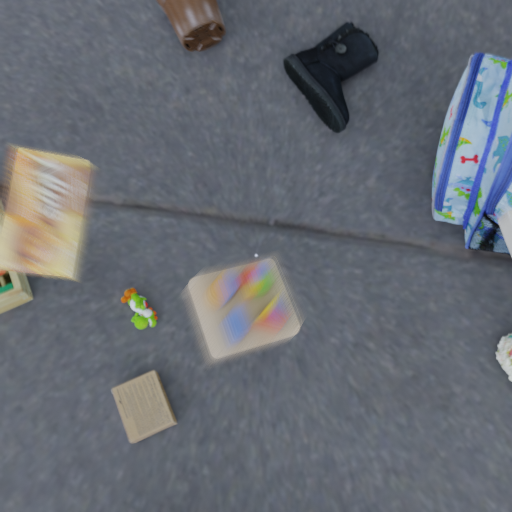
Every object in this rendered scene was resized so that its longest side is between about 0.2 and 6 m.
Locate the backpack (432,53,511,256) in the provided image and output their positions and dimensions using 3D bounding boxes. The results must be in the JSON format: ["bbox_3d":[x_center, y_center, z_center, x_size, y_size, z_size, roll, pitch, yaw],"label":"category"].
[{"bbox_3d":[3.945,-1.657,8.187,2.380,3.239,2.964,17,74,13],"label":"backpack"}]

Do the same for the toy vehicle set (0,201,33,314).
[{"bbox_3d":[-5.740,0.388,8.987,3.696,0.490,2.296,-24,73,-8],"label":"toy vehicle set"}]

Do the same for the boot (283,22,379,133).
[{"bbox_3d":[1.584,-3.276,10.073,1.562,0.710,1.859,-31,68,-5],"label":"boot"}]

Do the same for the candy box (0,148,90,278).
[{"bbox_3d":[-2.657,-0.527,7.059,0.868,0.416,1.504,9,78,-13],"label":"candy box"}]

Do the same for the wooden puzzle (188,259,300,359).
[{"bbox_3d":[-0.161,0.669,7.705,1.283,0.297,1.189,-15,69,-16],"label":"wooden puzzle"}]

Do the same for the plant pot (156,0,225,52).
[{"bbox_3d":[-1.145,-4.498,10.348,1.135,1.135,1.124,-21,81,-7],"label":"plant pot"}]

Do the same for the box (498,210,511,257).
[{"bbox_3d":[3.427,-0.399,6.091,1.346,0.460,0.553,-19,78,7],"label":"box"}]

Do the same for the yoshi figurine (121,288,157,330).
[{"bbox_3d":[-1.894,0.887,8.908,0.394,0.396,0.705,-42,79,4],"label":"yoshi figurine"}]

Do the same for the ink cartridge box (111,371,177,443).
[{"bbox_3d":[-1.686,2.274,8.448,0.712,0.324,0.864,-23,73,-6],"label":"ink cartridge box"}]

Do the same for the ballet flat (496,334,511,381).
[{"bbox_3d":[4.731,2.155,8.210,2.696,0.862,1.020,41,75,12],"label":"ballet flat"}]
